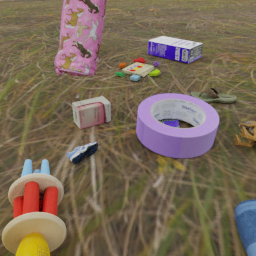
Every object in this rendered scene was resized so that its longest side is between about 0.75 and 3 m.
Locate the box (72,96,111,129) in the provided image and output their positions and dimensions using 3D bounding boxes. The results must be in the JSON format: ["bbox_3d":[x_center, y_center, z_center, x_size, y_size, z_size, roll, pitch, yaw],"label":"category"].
[{"bbox_3d":[-1.126,-0.490,8.737,1.069,0.683,0.582,-16,35,-24],"label":"box"}]

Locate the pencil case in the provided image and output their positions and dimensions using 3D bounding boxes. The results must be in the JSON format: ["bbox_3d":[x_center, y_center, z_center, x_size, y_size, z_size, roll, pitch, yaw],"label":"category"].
[{"bbox_3d":[-1.372,-2.945,8.125,1.274,2.945,1.219,11,13,11],"label":"pencil case"}]

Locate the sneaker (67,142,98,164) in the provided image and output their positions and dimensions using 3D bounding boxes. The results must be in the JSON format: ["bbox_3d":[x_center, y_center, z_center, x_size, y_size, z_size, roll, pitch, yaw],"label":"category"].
[{"bbox_3d":[-1.171,0.580,7.328,0.355,0.349,0.922,30,41,34],"label":"sneaker"}]

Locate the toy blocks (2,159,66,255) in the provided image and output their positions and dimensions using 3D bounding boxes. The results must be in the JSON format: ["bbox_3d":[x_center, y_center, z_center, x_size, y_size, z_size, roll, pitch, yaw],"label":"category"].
[{"bbox_3d":[-2.343,1.674,4.890,2.450,1.067,2.939,-7,33,-12],"label":"toy blocks"}]

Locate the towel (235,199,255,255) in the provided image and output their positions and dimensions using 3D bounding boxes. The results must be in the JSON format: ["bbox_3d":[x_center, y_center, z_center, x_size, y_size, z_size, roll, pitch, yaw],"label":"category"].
[{"bbox_3d":[2.704,2.210,4.419,1.485,0.645,2.659,1,32,4],"label":"towel"}]

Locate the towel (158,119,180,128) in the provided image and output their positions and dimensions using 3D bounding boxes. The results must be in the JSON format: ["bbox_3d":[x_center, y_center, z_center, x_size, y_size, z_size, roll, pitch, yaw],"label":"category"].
[{"bbox_3d":[1.142,-0.192,8.766,0.934,0.148,1.300,3,32,4],"label":"towel"}]

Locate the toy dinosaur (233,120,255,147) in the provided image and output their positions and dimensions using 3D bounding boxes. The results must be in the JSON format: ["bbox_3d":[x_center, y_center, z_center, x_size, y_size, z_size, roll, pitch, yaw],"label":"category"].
[{"bbox_3d":[3.622,0.287,7.470,1.273,0.724,2.396,-3,32,-7],"label":"toy dinosaur"}]

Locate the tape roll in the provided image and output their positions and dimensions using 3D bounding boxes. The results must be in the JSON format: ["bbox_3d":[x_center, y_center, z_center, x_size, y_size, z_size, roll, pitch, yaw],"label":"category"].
[{"bbox_3d":[1.376,-0.140,7.983,2.249,0.738,2.249,2,35,-2],"label":"tape roll"}]

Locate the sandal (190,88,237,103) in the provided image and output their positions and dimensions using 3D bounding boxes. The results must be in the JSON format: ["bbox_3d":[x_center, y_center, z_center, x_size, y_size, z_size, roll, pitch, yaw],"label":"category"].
[{"bbox_3d":[3.081,-1.218,10.108,1.653,0.472,0.656,2,32,3],"label":"sandal"}]

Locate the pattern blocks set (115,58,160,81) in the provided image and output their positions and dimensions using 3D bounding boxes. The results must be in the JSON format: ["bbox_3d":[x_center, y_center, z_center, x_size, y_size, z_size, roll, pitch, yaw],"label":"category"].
[{"bbox_3d":[0.497,-2.654,12.689,2.042,0.188,2.323,26,40,35],"label":"pattern blocks set"}]

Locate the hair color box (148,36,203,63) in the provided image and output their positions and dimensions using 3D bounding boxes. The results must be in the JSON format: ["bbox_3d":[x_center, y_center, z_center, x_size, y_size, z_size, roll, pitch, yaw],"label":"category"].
[{"bbox_3d":[2.400,-4.062,14.404,2.474,0.802,1.352,22,38,35],"label":"hair color box"}]
